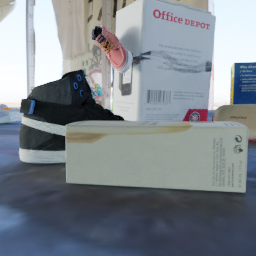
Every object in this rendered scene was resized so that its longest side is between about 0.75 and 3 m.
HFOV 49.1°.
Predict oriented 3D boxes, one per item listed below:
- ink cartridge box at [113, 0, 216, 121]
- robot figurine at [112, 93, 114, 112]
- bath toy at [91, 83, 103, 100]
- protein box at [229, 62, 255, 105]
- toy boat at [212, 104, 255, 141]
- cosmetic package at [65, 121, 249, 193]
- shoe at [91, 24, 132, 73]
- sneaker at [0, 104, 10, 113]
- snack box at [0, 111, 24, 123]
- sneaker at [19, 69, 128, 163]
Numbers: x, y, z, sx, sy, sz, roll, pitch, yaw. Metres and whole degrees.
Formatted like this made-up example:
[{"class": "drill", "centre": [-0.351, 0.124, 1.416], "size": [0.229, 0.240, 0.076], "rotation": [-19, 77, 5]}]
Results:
[{"class": "ink cartridge box", "centre": [0.782, -1.201, 6.211], "size": [1.965, 2.706, 1.128], "rotation": [-1, 8, -31]}, {"class": "robot figurine", "centre": [0.543, -0.938, 8.574], "size": [2.200, 1.273, 1.930], "rotation": [-13, -29, 33]}, {"class": "bath toy", "centre": [-1.586, -0.968, 9.413], "size": [1.520, 0.562, 0.661], "rotation": [-25, -40, 16]}, {"class": "protein box", "centre": [4.241, -1.011, 8.765], "size": [1.958, 1.972, 1.330], "rotation": [1, 5, 16]}, {"class": "toy boat", "centre": [2.305, -0.032, 5.659], "size": [1.135, 0.741, 0.742], "rotation": [2, -24, 26]}, {"class": "cosmetic package", "centre": [0.252, 0.206, 2.622], "size": [1.498, 0.532, 0.788], "rotation": [1, 5, 10]}, {"class": "shoe", "centre": [-0.350, -1.529, 5.333], "size": [0.558, 0.438, 1.227], "rotation": [25, 29, -38]}, {"class": "sneaker", "centre": [-5.901, -0.589, 10.995], "size": [1.447, 1.002, 2.583], "rotation": [-4, -7, 3]}, {"class": "snack box", "centre": [-4.608, -0.404, 10.665], "size": [1.014, 0.407, 1.202], "rotation": [-6, 5, 10]}, {"class": "sneaker", "centre": [-0.314, -0.160, 3.478], "size": [2.006, 1.122, 0.733], "rotation": [-1, 5, -12]}]
